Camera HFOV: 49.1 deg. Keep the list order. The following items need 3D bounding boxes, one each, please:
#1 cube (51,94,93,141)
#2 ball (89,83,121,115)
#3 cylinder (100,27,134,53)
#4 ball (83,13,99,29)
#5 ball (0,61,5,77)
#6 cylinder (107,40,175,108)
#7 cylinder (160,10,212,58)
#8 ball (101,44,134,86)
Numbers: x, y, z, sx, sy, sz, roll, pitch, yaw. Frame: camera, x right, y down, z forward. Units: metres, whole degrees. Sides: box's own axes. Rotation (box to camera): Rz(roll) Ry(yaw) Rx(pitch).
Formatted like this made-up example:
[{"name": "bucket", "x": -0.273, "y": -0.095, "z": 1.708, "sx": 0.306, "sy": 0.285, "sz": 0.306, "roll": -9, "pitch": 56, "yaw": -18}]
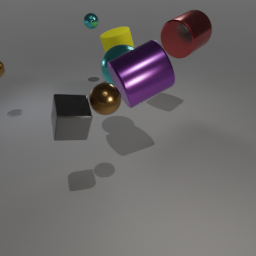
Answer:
[{"name": "cube", "x": -1.197, "y": -0.221, "z": 5.861, "sx": 0.700, "sy": 0.700, "sz": 0.700, "roll": -1, "pitch": 46, "yaw": -22}, {"name": "ball", "x": -0.491, "y": -0.626, "z": 6.051, "sx": 0.700, "sy": 0.700, "sz": 0.700, "roll": 0, "pitch": 31, "yaw": 0}, {"name": "cylinder", "x": -0.442, "y": -3.836, "z": 13.169, "sx": 1.400, "sy": 1.400, "sz": 1.400, "roll": -13, "pitch": 32, "yaw": 8}, {"name": "ball", "x": -1.719, "y": -4.980, "z": 13.045, "sx": 0.700, "sy": 0.700, "sz": 0.700, "roll": 0, "pitch": 31, "yaw": 0}, {"name": "ball", "x": -4.919, "y": -2.185, "z": 10.347, "sx": 0.700, "sy": 0.700, "sz": 0.700, "roll": 0, "pitch": 31, "yaw": 0}, {"name": "cylinder", "x": 0.347, "y": -1.473, "z": 7.703, "sx": 1.400, "sy": 1.400, "sz": 1.400, "roll": -28, "pitch": 36, "yaw": -6}, {"name": "cylinder", "x": 2.148, "y": -3.468, "z": 10.337, "sx": 1.400, "sy": 1.400, "sz": 1.400, "roll": 23, "pitch": 45, "yaw": 33}, {"name": "ball", "x": -0.166, "y": -1.945, "z": 8.952, "sx": 1.400, "sy": 1.400, "sz": 1.400, "roll": 0, "pitch": 31, "yaw": 0}]
